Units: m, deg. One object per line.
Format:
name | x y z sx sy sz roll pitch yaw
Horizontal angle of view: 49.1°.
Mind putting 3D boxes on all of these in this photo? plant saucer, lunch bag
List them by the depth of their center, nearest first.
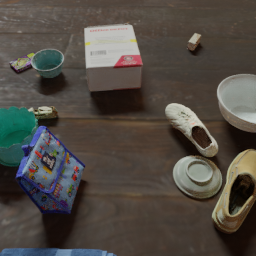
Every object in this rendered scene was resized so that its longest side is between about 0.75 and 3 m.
lunch bag | -2.188 1.098 7.508 0.990 2.104 1.584 -6 47 21
plant saucer | 2.132 1.385 8.512 1.490 0.374 1.490 0 49 0

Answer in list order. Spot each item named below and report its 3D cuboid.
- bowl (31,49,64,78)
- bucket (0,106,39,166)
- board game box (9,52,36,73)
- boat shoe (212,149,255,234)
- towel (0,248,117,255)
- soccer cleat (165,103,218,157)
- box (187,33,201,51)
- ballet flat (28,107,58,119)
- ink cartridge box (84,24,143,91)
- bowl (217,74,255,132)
bowl | -3.282 -2.596 11.663 1.324 0.692 1.324 1 55 -1
bucket | -3.671 0.296 8.925 1.784 1.161 1.784 0 50 0
board game box | -4.496 -2.917 12.328 1.223 0.198 0.734 -33 53 -25
boat shoe | 3.298 1.557 7.878 1.031 1.096 2.878 22 53 18
towel | -1.710 3.585 6.408 2.895 0.702 1.616 1 49 1
soccer cleat | 2.062 -0.069 9.220 0.836 0.936 2.412 -40 60 4
box | 3.102 -4.035 13.131 0.331 0.404 0.851 24 55 18
ballet flat | -3.272 -0.556 10.103 1.441 0.471 0.508 -10 51 -8
ink cartridge box | -0.666 -2.984 11.671 2.135 1.227 2.941 -5 50 -4
bowl | 4.241 -0.688 9.795 2.463 1.107 2.463 0 49 -1
